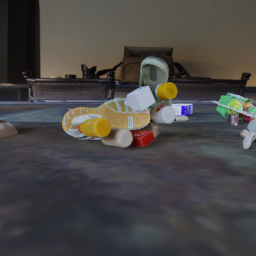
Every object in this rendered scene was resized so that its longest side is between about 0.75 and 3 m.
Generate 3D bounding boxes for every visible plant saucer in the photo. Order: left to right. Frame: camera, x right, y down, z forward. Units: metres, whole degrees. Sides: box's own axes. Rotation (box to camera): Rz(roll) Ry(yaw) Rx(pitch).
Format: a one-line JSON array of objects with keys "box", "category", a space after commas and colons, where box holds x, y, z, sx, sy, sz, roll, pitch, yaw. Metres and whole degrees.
[{"box": [-4.585, 0.004, 8.611, 2.228, 0.408, 2.228, 1, 6, 0], "category": "plant saucer"}]

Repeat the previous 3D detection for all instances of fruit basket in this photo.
[{"box": [5.194, -0.798, 12.238, 2.131, 1.079, 2.301, 5, 12, -33], "category": "fruit basket"}]

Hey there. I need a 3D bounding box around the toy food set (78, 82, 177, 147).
[{"box": [0.088, -0.234, 6.801, 2.448, 1.169, 1.102, -35, 18, -27], "category": "toy food set"}]

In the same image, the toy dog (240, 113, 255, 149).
[{"box": [3.306, 0.083, 6.712, 0.736, 1.008, 1.528, 33, 22, 7], "category": "toy dog"}]

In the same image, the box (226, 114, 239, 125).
[{"box": [4.255, -0.359, 11.431, 0.317, 0.423, 0.845, 1, 6, 5], "category": "box"}]

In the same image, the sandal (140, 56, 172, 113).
[{"box": [0.769, -1.080, 8.805, 1.056, 0.759, 2.659, 9, -30, 18], "category": "sandal"}]

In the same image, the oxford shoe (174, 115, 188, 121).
[{"box": [2.316, -0.396, 12.627, 0.807, 0.286, 0.298, 1, 27, 35], "category": "oxford shoe"}]

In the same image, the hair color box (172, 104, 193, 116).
[{"box": [2.928, -1.026, 15.911, 1.113, 0.660, 2.037, 2, 9, 24], "category": "hair color box"}]

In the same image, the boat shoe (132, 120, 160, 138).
[{"box": [-0.029, -0.021, 7.829, 1.979, 0.712, 0.668, 11, 6, 30], "category": "boat shoe"}]

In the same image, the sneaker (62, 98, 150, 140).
[{"box": [-0.516, -0.159, 7.341, 2.253, 0.852, 0.988, -4, -25, 9], "category": "sneaker"}]

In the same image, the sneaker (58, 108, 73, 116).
[{"box": [-3.276, -0.839, 15.743, 1.282, 0.450, 0.526, 1, -12, -5], "category": "sneaker"}]
